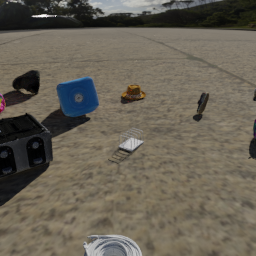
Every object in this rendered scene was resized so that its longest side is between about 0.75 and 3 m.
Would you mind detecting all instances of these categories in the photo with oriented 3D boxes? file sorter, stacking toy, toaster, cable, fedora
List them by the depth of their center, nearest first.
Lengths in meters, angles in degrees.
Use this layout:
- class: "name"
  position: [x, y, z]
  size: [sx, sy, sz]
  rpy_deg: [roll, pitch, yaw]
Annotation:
- class: "cable"
  position: [-0.296, 2.528, 5.294]
  size: [1.117, 0.387, 1.118]
  rpy_deg: [-2, 26, -7]
- class: "toaster"
  position: [-3.595, 0.480, 8.595]
  size: [1.950, 1.280, 2.157]
  rpy_deg: [-17, 30, -32]
- class: "file sorter"
  position: [0.116, 0.384, 9.728]
  size: [0.555, 0.498, 0.800]
  rpy_deg: [17, 29, 31]
- class: "stacking toy"
  position: [-2.446, -1.571, 13.107]
  size: [1.633, 1.545, 2.814]
  rpy_deg: [-17, 17, -12]
- class: "fedora"
  position: [0.305, -1.925, 14.572]
  size: [1.375, 0.561, 1.375]
  rpy_deg: [0, 26, 0]

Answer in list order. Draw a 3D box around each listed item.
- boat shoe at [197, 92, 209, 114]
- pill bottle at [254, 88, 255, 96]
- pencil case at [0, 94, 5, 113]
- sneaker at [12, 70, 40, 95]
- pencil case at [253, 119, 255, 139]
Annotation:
- class: "boat shoe"
  position: [3.308, -1.123, 12.571]
  size: [0.357, 1.101, 0.396]
  rpy_deg: [14, -17, 42]
- class: "pill bottle"
  position: [6.937, -1.799, 14.424]
  size: [0.773, 0.447, 0.447]
  rpy_deg: [15, 29, 32]
- class: "pencil case"
  position: [-6.754, -1.248, 12.558]
  size: [2.567, 1.134, 1.134]
  rpy_deg: [11, 27, 25]
- class: "sneaker"
  position: [-5.456, -2.233, 14.999]
  size: [2.014, 1.154, 0.770]
  rpy_deg: [-17, -13, 28]
- class: "pencil case"
  position: [5.408, 0.137, 9.819]
  size: [1.873, 0.865, 0.797]
  rpy_deg: [8, 57, 19]
